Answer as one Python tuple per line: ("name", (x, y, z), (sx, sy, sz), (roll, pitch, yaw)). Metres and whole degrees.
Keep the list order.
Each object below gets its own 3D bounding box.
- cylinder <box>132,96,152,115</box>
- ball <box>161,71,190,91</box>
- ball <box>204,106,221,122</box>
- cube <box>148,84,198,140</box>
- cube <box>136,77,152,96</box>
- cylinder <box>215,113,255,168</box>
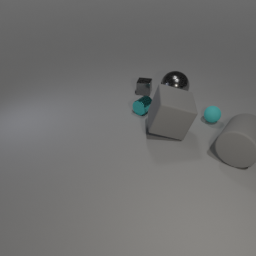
("cylinder", (0.676, -1.013, 12.571), (0.700, 0.700, 0.700), (22, 38, 31))
("ball", (2.283, -2.067, 13.634), (1.400, 1.400, 1.400), (0, 32, 0))
("ball", (3.554, -0.581, 11.777), (0.700, 0.700, 0.700), (0, 32, 0))
("cube", (1.638, -0.606, 10.681), (1.400, 1.400, 1.400), (13, 40, -9))
("cube", (0.834, -2.122, 14.370), (0.700, 0.700, 0.700), (7, 32, 11))
("cylinder", (3.880, 0.409, 9.539), (1.400, 1.400, 1.400), (20, 39, 29))
